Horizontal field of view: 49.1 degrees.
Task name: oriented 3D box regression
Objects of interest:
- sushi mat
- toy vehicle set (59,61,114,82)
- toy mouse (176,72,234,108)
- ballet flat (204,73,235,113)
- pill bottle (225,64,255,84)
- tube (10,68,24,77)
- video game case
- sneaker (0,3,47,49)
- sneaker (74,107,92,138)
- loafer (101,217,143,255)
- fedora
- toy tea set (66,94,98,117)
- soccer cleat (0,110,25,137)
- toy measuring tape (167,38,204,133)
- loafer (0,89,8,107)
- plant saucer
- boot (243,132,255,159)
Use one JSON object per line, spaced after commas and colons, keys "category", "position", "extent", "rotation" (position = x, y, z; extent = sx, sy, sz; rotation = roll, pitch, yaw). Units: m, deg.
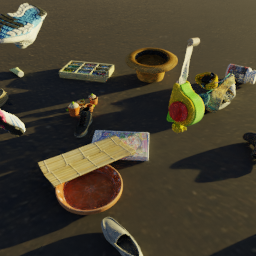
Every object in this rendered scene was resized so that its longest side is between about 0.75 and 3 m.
{"category": "sushi mat", "position": [-1.292, 0.961, 8.933], "extent": [2.877, 0.174, 1.376], "rotation": [-20, 35, -27]}
{"category": "toy vehicle set", "position": [-2.157, -3.018, 14.824], "extent": [2.513, 0.333, 1.561], "rotation": [8, 36, 11]}
{"category": "toy mouse", "position": [2.614, -1.242, 11.697], "extent": [2.581, 0.562, 2.904], "rotation": [-50, 32, -8]}
{"category": "ballet flat", "position": [4.143, -1.477, 12.248], "extent": [1.039, 1.039, 2.940], "rotation": [24, 41, 30]}
{"category": "pill bottle", "position": [5.639, -2.664, 13.921], "extent": [1.379, 0.799, 0.799], "rotation": [21, 40, 26]}
{"category": "tube", "position": [-5.904, -3.008, 14.874], "extent": [0.343, 0.307, 1.181], "rotation": [21, 8, -45]}
{"category": "video game case", "position": [-0.274, 0.587, 9.856], "extent": [2.005, 0.181, 1.436], "rotation": [2, 35, 4]}
{"category": "sneaker", "position": [-3.323, -2.887, 8.596], "extent": [1.017, 1.176, 2.713], "rotation": [24, 34, -3]}
{"category": "sneaker", "position": [-1.733, -0.238, 10.570], "extent": [0.472, 0.670, 1.262], "rotation": [7, 40, 10]}
{"category": "loafer", "position": [-0.144, 2.632, 6.654], "extent": [0.530, 0.529, 1.515], "rotation": [-24, 42, -30]}
{"category": "fedora", "position": [1.156, -3.100, 14.230], "extent": [2.828, 1.153, 2.828], "rotation": [0, 38, 0]}
{"category": "toy tea set", "position": [-1.864, -1.017, 11.749], "extent": [0.978, 0.609, 1.644], "rotation": [8, 36, 11]}
{"category": "soccer cleat", "position": [-3.312, -0.226, 7.537], "extent": [0.430, 1.231, 0.532], "rotation": [-34, 42, 10]}
{"category": "toy measuring tape", "position": [1.730, -0.967, 7.627], "extent": [1.013, 2.753, 1.013], "rotation": [7, 33, -4]}
{"category": "loafer", "position": [-6.213, -1.119, 11.681], "extent": [0.957, 0.849, 2.518], "rotation": [23, 41, 29]}
{"category": "plant saucer", "position": [-1.113, 1.731, 8.133], "extent": [1.911, 0.309, 1.911], "rotation": [-1, 36, 0]}
{"category": "boot", "position": [4.389, 0.667, 9.540], "extent": [1.198, 0.415, 1.043], "rotation": [25, 41, 27]}
